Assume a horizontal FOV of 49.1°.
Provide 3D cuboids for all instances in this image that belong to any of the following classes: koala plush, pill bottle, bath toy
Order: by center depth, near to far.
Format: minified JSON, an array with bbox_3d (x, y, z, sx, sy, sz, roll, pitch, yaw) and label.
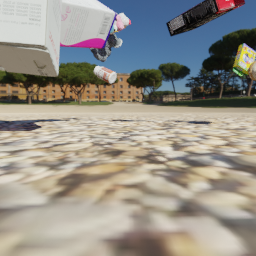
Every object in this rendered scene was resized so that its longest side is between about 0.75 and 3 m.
[{"bbox_3d":[-0.398,-3.854,10.363,0.580,0.682,1.569,27,34,14],"label":"bath toy"},{"bbox_3d":[-0.901,-2.092,10.878,0.841,0.472,0.472,30,16,23],"label":"pill bottle"},{"bbox_3d":[-0.883,-3.370,11.338,1.176,1.042,1.080,-38,29,24],"label":"koala plush"}]

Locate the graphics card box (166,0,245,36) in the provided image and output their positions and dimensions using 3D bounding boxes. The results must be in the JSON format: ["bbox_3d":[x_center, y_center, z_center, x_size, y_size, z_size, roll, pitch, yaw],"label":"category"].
[{"bbox_3d":[2.145,-3.242,7.981,1.184,0.480,1.887,-27,9,-31],"label":"graphics card box"}]

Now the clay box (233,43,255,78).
[{"bbox_3d":[3.723,-2.131,8.947,0.569,0.991,0.236,26,-20,-18],"label":"clay box"}]

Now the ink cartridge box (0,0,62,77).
[{"bbox_3d":[-1.858,-2.500,5.170,1.112,2.685,1.957,3,-4,-9],"label":"ink cartridge box"}]

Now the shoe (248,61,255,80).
[{"bbox_3d":[4.352,-2.010,7.848,2.223,0.777,0.593,-37,15,-15],"label":"shoe"}]

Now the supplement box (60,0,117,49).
[{"bbox_3d":[-1.665,-3.151,8.097,1.251,1.225,2.420,40,31,21],"label":"supplement box"}]
